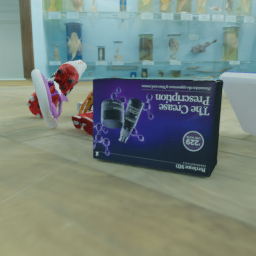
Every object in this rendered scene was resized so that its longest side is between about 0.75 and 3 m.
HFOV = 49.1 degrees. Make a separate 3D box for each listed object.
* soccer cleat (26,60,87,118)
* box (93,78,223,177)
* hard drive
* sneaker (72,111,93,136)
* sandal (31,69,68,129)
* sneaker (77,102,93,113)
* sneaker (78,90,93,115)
[{"bbox_3d":[-2.213,-1.193,8.726,2.574,0.883,1.096,-37,10,36],"label":"soccer cleat"},{"bbox_3d":[0.447,-0.104,4.643,2.002,1.413,0.790,5,14,25],"label":"box"},{"bbox_3d":[2.929,-0.338,5.489,0.311,1.616,2.449,-35,20,-7],"label":"hard drive"},{"bbox_3d":[-0.827,-0.210,6.920,0.706,0.479,1.223,-29,33,-31],"label":"sneaker"},{"bbox_3d":[-1.750,-0.683,6.516,0.651,1.078,2.650,-19,-5,-14],"label":"sandal"},{"bbox_3d":[-1.107,-0.596,9.183,0.736,0.459,1.247,-18,30,-41],"label":"sneaker"},{"bbox_3d":[-1.224,-0.764,8.521,0.401,1.100,0.424,27,6,-43],"label":"sneaker"}]
